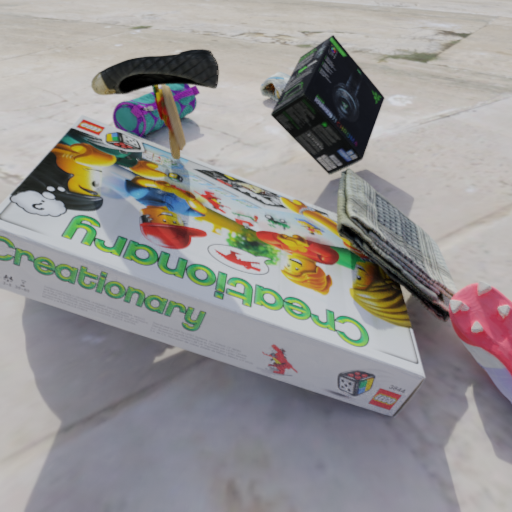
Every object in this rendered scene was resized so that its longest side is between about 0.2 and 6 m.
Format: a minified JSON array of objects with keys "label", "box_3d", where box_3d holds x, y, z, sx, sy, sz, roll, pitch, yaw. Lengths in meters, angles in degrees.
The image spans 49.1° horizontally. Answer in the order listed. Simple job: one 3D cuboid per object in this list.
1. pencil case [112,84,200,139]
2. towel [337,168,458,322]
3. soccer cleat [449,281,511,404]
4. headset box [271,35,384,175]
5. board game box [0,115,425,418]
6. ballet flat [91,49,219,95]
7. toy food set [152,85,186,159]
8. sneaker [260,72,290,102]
[{"label":"pencil case","box_3d":[-2.377,-3.545,13.509,1.029,0.948,2.228,-20,17,41]},{"label":"towel","box_3d":[1.952,-0.265,7.795,2.031,0.364,2.109,39,28,-12]},{"label":"soccer cleat","box_3d":[3.102,1.427,6.237,0.898,1.029,2.691,-36,50,10]},{"label":"headset box","box_3d":[1.519,-3.059,11.277,0.965,1.811,2.079,-19,37,47]},{"label":"board game box","box_3d":[-0.422,-0.035,6.927,4.729,0.818,2.985,20,33,-10]},{"label":"ballet flat","box_3d":[-1.223,-2.119,6.695,1.568,0.445,0.521,-8,0,7]},{"label":"toy food set","box_3d":[-1.130,-1.798,7.343,0.223,0.916,0.906,-16,47,-1]},{"label":"sneaker","box_3d":[0.987,-4.457,15.250,1.964,0.752,0.793,24,51,40]}]
